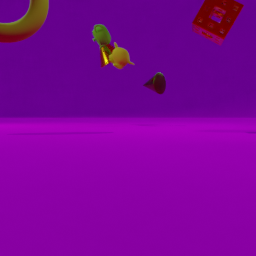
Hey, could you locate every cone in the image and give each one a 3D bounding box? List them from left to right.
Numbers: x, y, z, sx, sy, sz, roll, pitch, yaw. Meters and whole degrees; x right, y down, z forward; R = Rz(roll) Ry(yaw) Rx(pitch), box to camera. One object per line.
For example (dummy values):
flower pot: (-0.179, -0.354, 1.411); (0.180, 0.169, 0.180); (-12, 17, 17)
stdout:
cone: (-0.950, -3.416, 12.110); (1.198, 1.203, 1.198); (-29, 11, 6)
cone: (0.913, -1.710, 11.011); (0.845, 0.841, 0.841); (1, 2, 41)

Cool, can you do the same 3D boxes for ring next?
ring: (-2.749, -2.855, 6.026); (2.029, 2.029, 0.406); (-1, 0, -24)

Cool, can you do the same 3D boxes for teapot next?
teapot: (-1.095, -3.646, 11.219); (0.657, 0.834, 1.342); (-33, -23, -5)

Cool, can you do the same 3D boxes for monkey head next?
monkey head: (-0.250, -2.648, 10.680); (0.722, 1.199, 0.863); (-43, -14, 16)

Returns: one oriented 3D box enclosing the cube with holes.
cube with holes: (1.899, -2.345, 6.034); (0.746, 0.746, 0.746); (31, 12, 8)
